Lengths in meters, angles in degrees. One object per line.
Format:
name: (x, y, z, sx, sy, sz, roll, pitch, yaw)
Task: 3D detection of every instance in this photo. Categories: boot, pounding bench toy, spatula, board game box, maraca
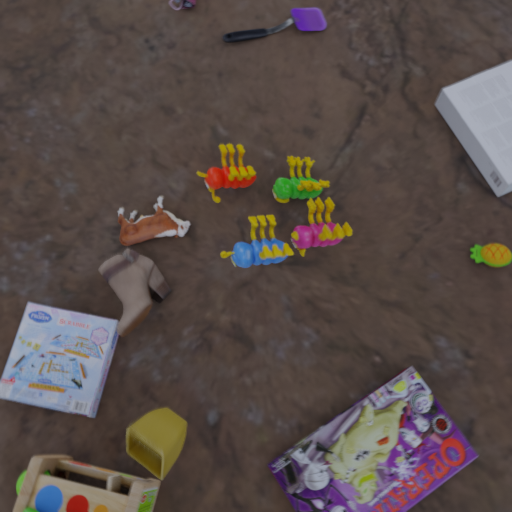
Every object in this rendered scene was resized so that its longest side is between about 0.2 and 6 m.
boot: (-2.386, 0.600, 10.275, 1.236, 0.594, 1.690, 40, 37, 2)
pounding bench toy: (-2.783, 3.958, 8.333, 1.976, 2.533, 1.574, 13, 71, 4)
spatula: (0.418, -5.220, 12.838, 2.468, 0.254, 0.697, -17, 71, -6)
board game box: (-3.566, 1.886, 10.225, 1.771, 0.364, 1.767, 11, 71, 4)
board game box: (1.979, 3.520, 9.627, 3.102, 0.501, 1.862, -32, 77, -11)
maraca: (4.570, -0.015, 10.902, 0.769, 0.411, 0.527, 5, 49, 12)

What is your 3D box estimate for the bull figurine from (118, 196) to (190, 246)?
bull figurine: (-2.050, -0.656, 11.096, 1.423, 0.463, 0.864, -15, 69, -6)

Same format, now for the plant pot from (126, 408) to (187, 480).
plant pot: (-1.507, 2.885, 8.874, 0.753, 0.748, 0.770, 30, 44, 20)

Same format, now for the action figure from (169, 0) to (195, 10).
action figure: (-1.566, -6.116, 13.158, 0.610, 0.549, 0.820, -16, 46, 41)

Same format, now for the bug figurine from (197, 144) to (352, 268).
bug figurine: (0.322, -0.852, 10.500, 2.549, 0.846, 3.287, -3, 44, -17)

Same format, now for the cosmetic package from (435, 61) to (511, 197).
cosmetic package: (5.261, -2.712, 11.725, 1.894, 0.649, 2.512, -24, 72, -6)
